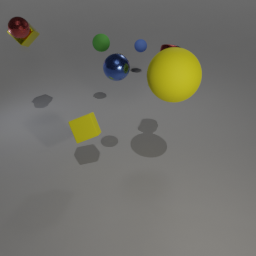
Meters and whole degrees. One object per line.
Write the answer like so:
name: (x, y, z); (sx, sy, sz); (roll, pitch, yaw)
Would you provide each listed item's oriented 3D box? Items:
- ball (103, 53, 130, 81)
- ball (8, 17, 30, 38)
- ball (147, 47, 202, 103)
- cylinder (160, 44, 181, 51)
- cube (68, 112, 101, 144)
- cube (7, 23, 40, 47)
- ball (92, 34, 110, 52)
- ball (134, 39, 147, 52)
ball: (-0.301, -1.576, 7.274); (0.700, 0.700, 0.700); (0, 33, 0)
ball: (-3.708, -3.413, 9.517); (0.700, 0.700, 0.700); (0, 33, 0)
ball: (1.186, -1.361, 7.241); (1.400, 1.400, 1.400); (0, 33, 0)
cylinder: (1.266, -2.089, 8.493); (0.700, 0.700, 0.700); (13, 3, -1)
cube: (-1.298, -0.019, 8.528); (0.700, 0.700, 0.700); (-21, 6, 5)
cube: (-3.806, -3.481, 10.229); (0.700, 0.700, 0.700); (44, 8, -7)
ball: (-1.074, -3.414, 11.221); (0.700, 0.700, 0.700); (0, 33, 0)
ball: (0.699, -4.539, 15.461); (0.700, 0.700, 0.700); (0, 33, 0)
